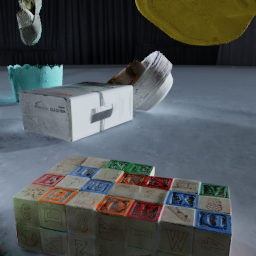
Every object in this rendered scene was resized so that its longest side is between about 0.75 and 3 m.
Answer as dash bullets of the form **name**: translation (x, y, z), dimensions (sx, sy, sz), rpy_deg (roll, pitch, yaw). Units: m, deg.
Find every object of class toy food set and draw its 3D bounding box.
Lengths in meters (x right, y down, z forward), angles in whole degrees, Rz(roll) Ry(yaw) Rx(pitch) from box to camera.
- **toy food set**: translation (1.080, -2.464, 4.683), dimensions (1.749, 0.971, 2.972), rpy_deg (-5, -16, 42)

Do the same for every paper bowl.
- **paper bowl**: translation (0.730, -1.628, 10.711), dimensions (1.269, 2.440, 2.440), rpy_deg (39, 9, -14)

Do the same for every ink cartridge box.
- **ink cartridge box**: translation (-1.482, -0.653, 8.633), dimensions (2.086, 1.211, 2.891), rpy_deg (10, 19, 33)

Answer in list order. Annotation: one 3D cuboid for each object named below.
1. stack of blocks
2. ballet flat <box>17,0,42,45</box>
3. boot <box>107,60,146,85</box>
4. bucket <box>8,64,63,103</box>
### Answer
- **stack of blocks**: translation (0.008, 1.021, 3.561), dimensions (2.389, 0.700, 1.376), rpy_deg (5, 16, 17)
- **ballet flat**: translation (-3.039, -3.391, 8.435), dimensions (0.727, 0.687, 2.156), rpy_deg (-20, 55, 16)
- **boot**: translation (-0.225, -1.737, 10.632), dimensions (1.707, 0.813, 2.206), rpy_deg (-35, -3, 30)
- **bucket**: translation (-4.286, -2.128, 13.207), dimensions (2.518, 1.638, 2.518), rpy_deg (0, 15, 0)
